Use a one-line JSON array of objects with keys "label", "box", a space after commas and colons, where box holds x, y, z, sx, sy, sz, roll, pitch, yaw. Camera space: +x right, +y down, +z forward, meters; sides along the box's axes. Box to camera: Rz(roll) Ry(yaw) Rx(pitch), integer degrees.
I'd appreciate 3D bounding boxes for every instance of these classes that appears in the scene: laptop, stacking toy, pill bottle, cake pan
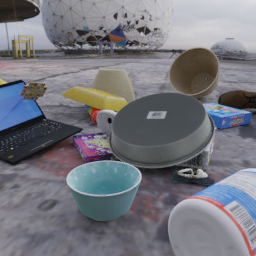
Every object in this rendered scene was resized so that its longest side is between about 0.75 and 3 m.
[{"label": "laptop", "box": [-3.262, -0.370, 8.377, 2.805, 1.449, 2.486, 13, 29, 35]}, {"label": "stacking toy", "box": [-1.237, -0.703, 11.204, 0.834, 0.834, 1.954, -4, 24, -13]}, {"label": "pill bottle", "box": [1.684, 1.270, 4.044, 2.106, 1.182, 1.182, -12, 21, -38]}, {"label": "cake pan", "box": [0.808, -0.108, 7.407, 2.848, 0.522, 2.848, -10, 34, 7]}]

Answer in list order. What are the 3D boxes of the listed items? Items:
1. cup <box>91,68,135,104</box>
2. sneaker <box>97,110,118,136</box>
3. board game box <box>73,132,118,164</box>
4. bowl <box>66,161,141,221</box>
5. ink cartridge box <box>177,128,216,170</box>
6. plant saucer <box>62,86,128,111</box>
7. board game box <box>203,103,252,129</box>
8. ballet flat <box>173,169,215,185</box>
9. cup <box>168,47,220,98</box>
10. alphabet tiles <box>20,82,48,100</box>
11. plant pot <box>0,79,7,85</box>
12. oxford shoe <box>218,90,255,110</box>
[{"label": "cup", "box": [-0.787, -2.100, 13.973, 2.353, 1.683, 2.353, 1, 17, 0]}, {"label": "sneaker", "box": [0.211, -0.037, 8.979, 2.355, 0.860, 1.317, 23, 24, 34]}, {"label": "board game box", "box": [-0.892, 0.526, 7.993, 1.060, 0.285, 1.765, -11, 20, -20]}, {"label": "bowl", "box": [-0.425, 1.179, 5.101, 1.338, 0.700, 1.338, 0, 17, 0]}, {"label": "ink cartridge box", "box": [1.754, 0.433, 7.784, 1.174, 0.543, 2.156, 7, 18, 22]}, {"label": "plant saucer", "box": [-1.216, -1.248, 11.754, 2.215, 0.537, 2.216, 20, 11, 26]}, {"label": "board game box", "box": [3.443, -0.525, 10.944, 1.563, 0.462, 2.055, -9, 19, -26]}, {"label": "ballet flat", "box": [1.453, 1.055, 6.153, 0.924, 0.337, 0.337, 3, 18, 9]}, {"label": "cup", "box": [3.773, -2.662, 15.002, 2.658, 2.658, 1.901, 12, -8, 34]}, {"label": "alphabet tiles", "box": [-2.943, -1.143, 8.769, 0.834, 0.694, 0.026, -6, 49, -53]}, {"label": "plant pot", "box": [-6.286, -1.856, 14.241, 1.125, 1.196, 1.196, 6, 11, -36]}, {"label": "oxford shoe", "box": [5.212, -1.242, 12.079, 2.570, 0.934, 1.085, -2, -1, -2]}]
